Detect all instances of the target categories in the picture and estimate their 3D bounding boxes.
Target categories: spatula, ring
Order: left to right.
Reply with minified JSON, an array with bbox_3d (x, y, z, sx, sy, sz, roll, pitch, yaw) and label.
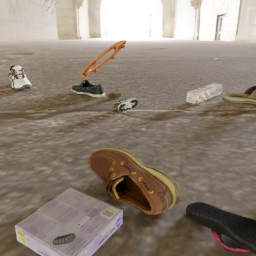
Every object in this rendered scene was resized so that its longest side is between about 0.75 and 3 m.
[{"bbox_3d":[-3.276,-5.111,11.768,0.663,0.077,0.954,7,-20,-33],"label":"spatula"},{"bbox_3d":[-0.890,-2.566,10.559,2.162,0.207,2.162,-37,5,4],"label":"ring"}]

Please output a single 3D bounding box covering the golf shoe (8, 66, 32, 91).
[{"bbox_3d":[-5.760,-2.638,14.640,0.931,1.131,2.394,-16,28,-37],"label":"golf shoe"}]

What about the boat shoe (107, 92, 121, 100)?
[{"bbox_3d":[-0.685,-1.480,12.843,0.299,0.319,0.886,10,17,37],"label":"boat shoe"}]

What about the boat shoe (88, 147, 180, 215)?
[{"bbox_3d":[-0.086,1.040,5.782,2.319,0.835,0.783,22,29,38],"label":"boat shoe"}]

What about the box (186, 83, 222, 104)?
[{"bbox_3d":[3.556,-1.619,12.925,0.503,0.470,2.429,20,29,41],"label":"box"}]

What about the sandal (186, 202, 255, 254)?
[{"bbox_3d":[1.747,1.747,4.725,0.713,0.428,1.900,-6,7,-29],"label":"sandal"}]

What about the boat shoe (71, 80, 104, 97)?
[{"bbox_3d":[-1.984,-1.989,13.588,2.018,0.669,0.754,19,28,39],"label":"boat shoe"}]

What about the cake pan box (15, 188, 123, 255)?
[{"bbox_3d":[-0.969,1.660,4.874,1.304,0.370,1.416,15,26,28],"label":"cake pan box"}]

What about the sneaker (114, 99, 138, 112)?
[{"bbox_3d":[-0.107,-0.995,11.467,0.546,0.401,1.207,22,32,38],"label":"sneaker"}]

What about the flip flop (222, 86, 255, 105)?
[{"bbox_3d":[5.463,-1.503,12.281,2.548,0.733,1.033,3,22,7],"label":"flip flop"}]
